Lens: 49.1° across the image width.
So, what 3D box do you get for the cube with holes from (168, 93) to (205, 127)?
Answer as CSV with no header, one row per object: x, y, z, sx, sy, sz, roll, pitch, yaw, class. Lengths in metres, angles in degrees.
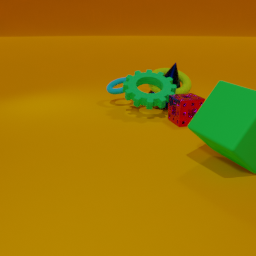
1.857,-0.597,9.019,0.844,0.844,0.844,-6,21,-16,cube with holes

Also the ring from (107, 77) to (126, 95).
-0.290,-1.654,10.948,1.134,0.227,1.134,-12,33,8,ring

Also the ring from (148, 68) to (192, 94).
1.564,-1.721,10.583,1.677,0.335,1.677,4,45,-4,ring

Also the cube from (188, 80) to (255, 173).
2.332,-0.037,5.952,1.264,1.264,1.264,35,1,-38,cube

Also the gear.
0.735,-1.363,9.672,1.797,0.332,1.797,2,46,-2,gear

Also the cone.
1.612,-1.746,10.671,1.541,1.546,1.541,10,27,-5,cone
